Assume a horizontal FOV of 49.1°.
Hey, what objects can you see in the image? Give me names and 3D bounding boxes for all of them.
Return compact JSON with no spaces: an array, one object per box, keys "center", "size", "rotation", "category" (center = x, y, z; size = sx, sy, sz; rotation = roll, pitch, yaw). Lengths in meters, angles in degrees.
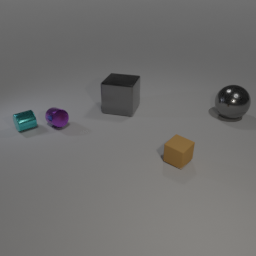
[{"center":[-4.003,-0.287,10.868],"size":[0.700,0.700,0.700],"rotation":[-21,35,-32],"category":"cylinder"},{"center":[-2.789,-0.431,10.996],"size":[0.700,0.700,0.700],"rotation":[-22,23,-34],"category":"cylinder"},{"center":[-0.298,-1.482,12.294],"size":[1.400,1.400,1.400],"rotation":[8,30,13],"category":"cube"},{"center":[4.298,-1.075,11.533],"size":[1.400,1.400,1.400],"rotation":[0,29,0],"category":"ball"},{"center":[1.615,0.748,8.912],"size":[0.700,0.700,0.700],"rotation":[26,43,33],"category":"cube"}]
